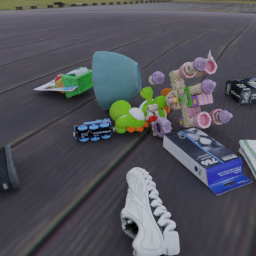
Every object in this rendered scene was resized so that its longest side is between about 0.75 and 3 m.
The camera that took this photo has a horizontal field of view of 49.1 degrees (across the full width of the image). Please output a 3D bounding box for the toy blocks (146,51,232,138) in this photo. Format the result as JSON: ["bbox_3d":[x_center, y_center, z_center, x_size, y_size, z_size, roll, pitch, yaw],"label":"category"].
[{"bbox_3d":[2.070,-1.036,9.000,2.495,2.332,2.101,-11,1,-21],"label":"toy blocks"}]

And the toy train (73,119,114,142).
[{"bbox_3d":[-1.151,0.067,9.382,1.356,0.588,0.774,-8,21,-10],"label":"toy train"}]

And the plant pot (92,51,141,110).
[{"bbox_3d":[-0.318,-1.910,10.915,1.537,2.282,2.282,-5,27,11],"label":"plant pot"}]

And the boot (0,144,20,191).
[{"bbox_3d":[-4.011,1.221,7.207,2.111,0.693,1.740,-16,31,-19],"label":"boot"}]

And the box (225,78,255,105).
[{"bbox_3d":[5.298,-1.637,12.296,1.568,0.675,1.284,-6,31,-9],"label":"box"}]

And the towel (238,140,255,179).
[{"bbox_3d":[4.702,1.025,7.894,2.660,0.408,1.984,3,31,0],"label":"towel"}]

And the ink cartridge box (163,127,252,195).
[{"bbox_3d":[2.211,0.814,8.067,1.276,0.503,2.566,-13,32,-23],"label":"ink cartridge box"}]

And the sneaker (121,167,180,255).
[{"bbox_3d":[0.255,1.722,6.087,0.972,0.901,2.399,-15,30,-9],"label":"sneaker"}]

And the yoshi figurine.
[{"bbox_3d":[0.406,-0.717,10.098,2.617,1.471,1.465,-25,22,-34],"label":"yoshi figurine"}]

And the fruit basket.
[{"bbox_3d":[-2.812,-2.198,12.961,2.338,1.096,2.165,11,32,28],"label":"fruit basket"}]
